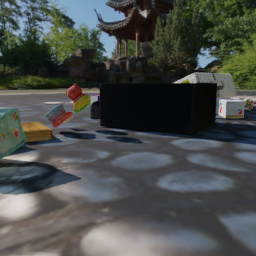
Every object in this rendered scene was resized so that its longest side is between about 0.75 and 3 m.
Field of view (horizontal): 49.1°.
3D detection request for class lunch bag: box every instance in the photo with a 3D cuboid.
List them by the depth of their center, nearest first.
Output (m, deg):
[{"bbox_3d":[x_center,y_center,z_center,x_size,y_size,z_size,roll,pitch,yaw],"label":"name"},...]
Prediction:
[{"bbox_3d":[-2.594,0.199,4.644,1.152,0.825,1.352,4,29,19],"label":"lunch bag"}]

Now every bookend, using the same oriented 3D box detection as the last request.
[{"bbox_3d":[1.084,-0.794,9.066,2.933,1.351,2.914,5,11,28],"label":"bookend"}]

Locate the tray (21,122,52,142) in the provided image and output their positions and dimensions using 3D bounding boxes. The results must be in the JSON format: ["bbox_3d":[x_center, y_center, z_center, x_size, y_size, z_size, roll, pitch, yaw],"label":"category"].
[{"bbox_3d":[-2.518,0.070,7.232,0.749,0.281,1.518,-5,10,-29],"label":"tray"}]

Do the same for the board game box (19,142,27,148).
[{"bbox_3d":[-2.990,0.281,6.060,1.369,0.237,0.928,7,12,38],"label":"board game box"}]

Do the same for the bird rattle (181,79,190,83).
[{"bbox_3d":[1.370,-1.096,11.438,2.570,1.448,2.096,0,25,20],"label":"bird rattle"}]

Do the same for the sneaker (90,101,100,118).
[{"bbox_3d":[-1.180,-0.757,11.061,0.536,0.641,1.413,-2,8,2],"label":"sneaker"}]

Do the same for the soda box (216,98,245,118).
[{"bbox_3d":[4.086,-0.853,11.521,0.715,0.668,2.100,0,9,4],"label":"soda box"}]

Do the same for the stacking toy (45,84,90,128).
[{"bbox_3d":[-1.701,-0.636,7.943,1.336,0.564,1.209,-38,1,2],"label":"stacking toy"}]

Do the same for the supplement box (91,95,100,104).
[{"bbox_3d":[-1.024,-1.235,13.603,1.430,0.724,0.739,-6,10,-37],"label":"supplement box"}]

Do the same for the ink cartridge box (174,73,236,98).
[{"bbox_3d":[3.486,-1.753,13.539,2.886,1.224,2.102,-6,-10,-39],"label":"ink cartridge box"}]

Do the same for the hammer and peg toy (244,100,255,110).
[{"bbox_3d":[6.270,-1.146,13.896,1.291,0.455,0.950,-3,10,-18],"label":"hammer and peg toy"}]
